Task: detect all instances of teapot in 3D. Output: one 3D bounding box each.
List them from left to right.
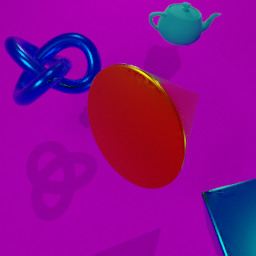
[{"bbox_3d":[1.190,-2.258,5.950,1.566,0.767,0.974,-2,48,-13],"label":"teapot"}]

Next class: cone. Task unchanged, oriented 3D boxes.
[{"bbox_3d":[0.564,-0.249,3.944,1.619,1.613,1.613,-26,64,-39],"label":"cone"}]

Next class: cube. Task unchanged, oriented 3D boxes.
[{"bbox_3d":[1.437,1.213,3.247,0.871,0.871,0.871,-16,44,6],"label":"cube"}]

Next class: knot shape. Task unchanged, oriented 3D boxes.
[{"bbox_3d":[-1.607,-1.260,5.426,1.754,0.866,1.875,37,55,24],"label":"knot shape"}]
